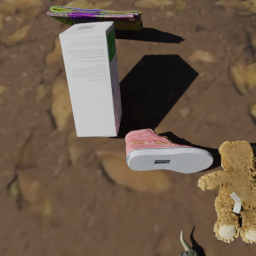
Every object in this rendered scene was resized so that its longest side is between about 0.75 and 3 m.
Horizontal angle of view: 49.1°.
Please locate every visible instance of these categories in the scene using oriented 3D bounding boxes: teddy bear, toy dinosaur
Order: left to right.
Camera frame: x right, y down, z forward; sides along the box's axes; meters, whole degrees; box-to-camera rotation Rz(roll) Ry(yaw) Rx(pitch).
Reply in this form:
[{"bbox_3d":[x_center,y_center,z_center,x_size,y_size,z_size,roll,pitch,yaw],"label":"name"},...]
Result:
[{"bbox_3d":[1.268,2.663,5.850,0.418,0.225,0.948,-36,88,-21],"label":"toy dinosaur"},{"bbox_3d":[2.447,1.435,6.327,1.629,0.750,2.247,-14,75,1],"label":"teddy bear"}]

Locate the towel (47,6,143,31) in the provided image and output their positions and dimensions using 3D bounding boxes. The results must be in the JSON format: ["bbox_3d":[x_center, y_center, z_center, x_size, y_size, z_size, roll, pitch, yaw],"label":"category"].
[{"bbox_3d":[-0.767,-2.992,7.700,2.401,1.724,0.273,5,101,7],"label":"towel"}]

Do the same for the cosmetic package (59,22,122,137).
[{"bbox_3d":[-0.740,-1.070,6.305,0.979,2.307,1.241,-2,30,6],"label":"cosmetic package"}]

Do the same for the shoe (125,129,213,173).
[{"bbox_3d":[0.911,0.479,6.448,1.974,0.705,0.898,2,41,-9],"label":"shoe"}]
